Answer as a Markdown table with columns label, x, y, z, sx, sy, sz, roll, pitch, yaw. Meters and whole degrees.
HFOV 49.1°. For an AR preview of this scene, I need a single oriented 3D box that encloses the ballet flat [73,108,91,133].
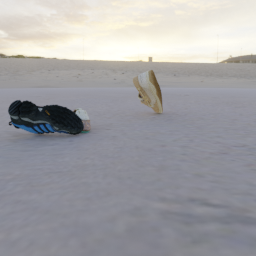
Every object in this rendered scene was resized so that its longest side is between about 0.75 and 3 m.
| label | x | y | z | sx | sy | sz | roll | pitch | yaw |
| --- | --- | --- | --- | --- | --- | --- | --- | --- | --- |
| ballet flat | -1.521 | -0.310 | 8.811 | 0.594 | 0.587 | 1.746 | 4 | 11 | -21 |

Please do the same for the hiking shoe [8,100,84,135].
| label | x | y | z | sx | sy | sz | roll | pitch | yaw |
| --- | --- | --- | --- | --- | --- | --- | --- | --- | --- |
| hiking shoe | -2.253 | -0.191 | 7.824 | 2.033 | 0.756 | 0.881 | 16 | -36 | -10 |

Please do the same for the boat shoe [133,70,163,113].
| label | x | y | z | sx | sy | sz | roll | pitch | yaw |
| --- | --- | --- | --- | --- | --- | --- | --- | --- | --- |
| boat shoe | 0.879 | -1.465 | 11.937 | 0.960 | 1.023 | 2.775 | -9 | -29 | 13 |
